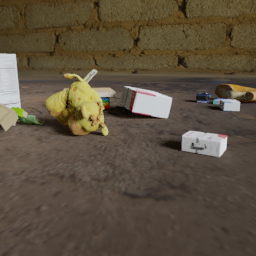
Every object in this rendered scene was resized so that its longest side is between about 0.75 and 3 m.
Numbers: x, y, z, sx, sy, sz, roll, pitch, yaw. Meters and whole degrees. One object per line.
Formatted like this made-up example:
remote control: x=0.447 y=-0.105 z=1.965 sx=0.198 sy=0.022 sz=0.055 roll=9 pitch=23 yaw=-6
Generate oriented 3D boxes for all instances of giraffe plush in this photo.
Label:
giraffe plush: x=-1.345 y=-0.487 z=8.637 sx=1.846 sy=2.139 sz=1.734 roll=8 pitch=41 yaw=-38

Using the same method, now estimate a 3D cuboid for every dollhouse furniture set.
dollhouse furniture set: x=-3.683 y=-0.170 z=9.566 sx=0.943 sy=0.722 sz=1.439 roll=11 pitch=-12 yaw=18
dollhouse furniture set: x=-4.538 y=0.128 z=7.781 sx=2.315 sy=1.287 sz=2.047 roll=26 pitch=60 yaw=14

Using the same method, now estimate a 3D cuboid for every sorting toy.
sorting toy: x=-1.947 y=-1.464 z=13.808 sx=2.400 sy=0.835 sz=2.386 roll=-2 pitch=13 yaw=-10

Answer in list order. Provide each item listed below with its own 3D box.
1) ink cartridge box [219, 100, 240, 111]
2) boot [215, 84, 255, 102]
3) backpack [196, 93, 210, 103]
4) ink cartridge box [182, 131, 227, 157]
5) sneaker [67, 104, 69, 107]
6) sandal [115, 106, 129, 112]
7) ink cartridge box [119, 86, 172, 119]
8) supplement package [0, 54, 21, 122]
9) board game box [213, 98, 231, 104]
ink cartridge box: x=4.735 y=-1.073 z=13.086 sx=0.715 sy=0.419 sz=0.990 roll=1 pitch=12 yaw=7
boot: x=6.510 y=-1.898 z=15.834 sx=1.918 sy=0.943 sz=2.679 roll=-3 pitch=16 yaw=-36
backpack: x=4.144 y=-1.667 z=15.332 sx=0.706 sy=0.521 sz=0.774 roll=7 pitch=16 yaw=27
ink cartridge box: x=1.926 y=0.383 z=7.082 sx=0.970 sy=0.402 sz=0.712 roll=8 pitch=16 yaw=31
sneaker: x=-2.012 y=-0.798 z=11.520 sx=1.010 sy=0.656 sz=1.749 roll=-8 pitch=14 yaw=-37
sandal: x=-0.131 y=-0.828 z=12.573 sx=0.430 sy=0.242 sz=1.132 roll=2 pitch=6 yaw=-37
ink cartridge box: x=0.668 y=-1.123 z=11.678 sx=1.527 sy=0.877 sz=2.103 roll=8 pitch=12 yaw=-18
supplement package: x=-5.407 y=-1.446 z=10.263 sx=2.362 sy=2.470 sz=1.817 roll=10 pitch=17 yaw=39
board game box: x=5.027 y=-1.405 z=14.908 sx=0.715 sy=0.212 sz=0.941 roll=8 pitch=16 yaw=31
